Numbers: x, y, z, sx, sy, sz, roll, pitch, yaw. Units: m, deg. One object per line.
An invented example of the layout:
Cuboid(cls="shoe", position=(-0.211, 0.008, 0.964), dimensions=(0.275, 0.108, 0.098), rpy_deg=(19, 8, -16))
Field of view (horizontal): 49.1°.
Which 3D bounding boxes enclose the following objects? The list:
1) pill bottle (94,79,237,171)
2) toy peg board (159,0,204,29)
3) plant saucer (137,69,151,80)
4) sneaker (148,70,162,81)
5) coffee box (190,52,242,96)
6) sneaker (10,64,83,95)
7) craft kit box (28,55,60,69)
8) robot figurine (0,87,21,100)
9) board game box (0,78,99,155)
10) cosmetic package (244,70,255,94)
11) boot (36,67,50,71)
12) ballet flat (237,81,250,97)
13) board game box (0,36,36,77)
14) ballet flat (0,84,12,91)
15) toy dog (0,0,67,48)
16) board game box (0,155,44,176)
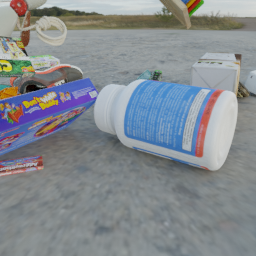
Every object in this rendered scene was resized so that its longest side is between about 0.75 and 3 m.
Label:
Cuboid(cls="pill bottle", position=(0.694, -0.199, 5.895), dimensions=(2.770, 1.555, 1.555), rpy_deg=(14, 27, 30))
Cuboid(cls="toy peg board", position=(1.342, -3.898, 7.863), dimensions=(1.725, 0.843, 1.717), rpy_deg=(49, 14, 9))
Cuboid(cls="plant saucer", position=(0.754, -1.959, 11.434), dimensions=(0.170, 0.626, 1.790), rpy_deg=(-39, 7, 26))
Cuboid(cls="sneaker", position=(1.020, -1.919, 10.971), dimensions=(0.595, 0.650, 1.525), rpy_deg=(18, 27, 1))
Cuboid(cls="coffee box", position=(2.609, -1.227, 8.214), dimensions=(1.141, 1.636, 2.861), rpy_deg=(8, 25, 21))
Cuboid(cls="sneaker", position=(-2.802, -1.561, 10.296), dimensions=(2.726, 1.050, 1.116), rpy_deg=(-16, 55, -32))
Cuboid(cls="craft kit box", position=(-5.014, -3.627, 15.441), dimensions=(1.996, 0.490, 2.021), rpy_deg=(-10, 25, -29))
Cuboid(cls="robot figurine", position=(-3.860, -0.187, 6.266), dimensions=(2.892, 0.842, 2.097), rpy_deg=(-21, 16, -27))
Cuboid(cls="board game box", position=(-1.984, -0.190, 5.967), dimensions=(1.669, 0.556, 2.482), rpy_deg=(-34, -4, 42))
Cuboid(cls="cosmetic package", position=(5.249, -1.716, 10.346), dimensions=(1.915, 0.682, 0.971), rpy_deg=(-18, 44, -38))
Cuboid(cls="boot", position=(-3.140, -2.205, 11.976), dimensions=(1.703, 0.577, 1.112), rpy_deg=(-11, 31, -22))
Cuboid(cls="ballet flat", position=(3.639, -1.666, 10.593), dimensions=(0.650, 0.945, 2.806), rpy_deg=(-41, 26, 9))
Cuboid(cls="board game box", position=(-2.517, -1.290, 4.983), dimensions=(0.191, 0.854, 1.631), rpy_deg=(-31, -9, 36))
Cuboid(cls="ballet flat", position=(-4.745, -1.350, 10.052), dimensions=(1.409, 0.479, 0.474), rpy_deg=(-4, 15, -12))
Cuboid(cls="toy dog", position=(-2.840, -2.201, 6.246), dimensions=(2.593, 1.710, 1.249), rpy_deg=(-32, 9, -35))
Cuboid(cls="board game box", position=(-2.173, 0.745, 5.553), dimensions=(0.933, 0.091, 0.480), rpy_deg=(-8, 25, -18))
